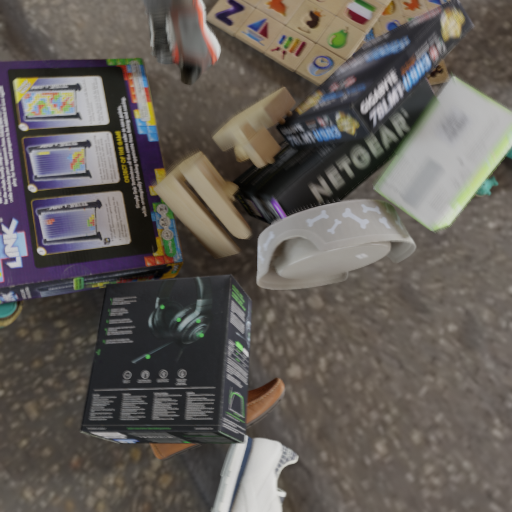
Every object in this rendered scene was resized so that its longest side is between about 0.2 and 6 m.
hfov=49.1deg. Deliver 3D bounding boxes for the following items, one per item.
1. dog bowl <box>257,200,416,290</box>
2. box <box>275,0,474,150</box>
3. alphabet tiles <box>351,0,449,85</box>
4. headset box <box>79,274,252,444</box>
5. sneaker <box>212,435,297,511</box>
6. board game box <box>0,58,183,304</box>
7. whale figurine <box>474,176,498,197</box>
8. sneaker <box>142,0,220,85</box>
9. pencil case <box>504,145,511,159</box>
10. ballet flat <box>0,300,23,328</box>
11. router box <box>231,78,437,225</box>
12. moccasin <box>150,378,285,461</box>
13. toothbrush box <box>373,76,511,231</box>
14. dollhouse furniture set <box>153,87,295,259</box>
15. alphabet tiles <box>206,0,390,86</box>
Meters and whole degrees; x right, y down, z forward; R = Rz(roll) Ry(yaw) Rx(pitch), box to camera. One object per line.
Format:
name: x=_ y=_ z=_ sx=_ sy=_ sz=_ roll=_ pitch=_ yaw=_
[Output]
dog bowl: x=1.020 y=-0.125 z=7.692 sx=2.185 sy=2.185 sz=0.641 roll=-11 pitch=76 yaw=-2
box: x=1.486 y=-2.339 z=7.522 sx=2.064 sy=2.080 sz=0.517 roll=-47 pitch=110 yaw=-12
alphabet tiles: x=2.430 y=-4.265 z=10.133 sx=2.326 sy=0.105 sz=2.783 roll=-12 pitch=78 yaw=-3
headset box: x=-1.178 y=1.408 z=7.939 sx=1.999 sy=1.065 sz=2.296 roll=-6 pitch=63 yaw=15
sneaker: x=-0.161 y=3.857 z=7.981 sx=0.989 sy=0.938 sz=2.456 roll=18 pitch=80 yaw=-6
board game box: x=-2.908 y=-1.218 z=8.590 sx=2.928 sy=1.004 sz=3.542 roll=-8 pitch=76 yaw=-19
whale figurine: x=3.838 y=-1.191 z=9.382 sx=0.461 sy=0.239 sz=0.367 roll=-22 pitch=79 yaw=-5
sneaker: x=-1.261 y=-3.423 z=8.565 sx=0.858 sy=2.227 sz=0.912 roll=24 pitch=81 yaw=28
pencil case: x=4.441 y=-1.876 z=9.327 sx=1.396 sy=0.645 sz=0.594 roll=29 pitch=79 yaw=7
ballet flat: x=-4.126 y=-0.129 z=8.844 sx=0.918 sy=0.918 sz=2.597 roll=-9 pitch=75 yaw=-2
router box: x=1.095 y=-1.573 z=8.518 sx=2.801 sy=2.089 sz=0.715 roll=-40 pitch=112 yaw=-8
moccasin: x=-0.616 y=2.281 z=8.401 sx=2.155 sy=0.788 sz=0.832 roll=-22 pitch=87 yaw=5
toothbrush box: x=2.674 y=-1.295 z=7.698 sx=0.970 sy=2.254 sz=1.641 roll=39 pitch=109 yaw=17
dollhouse furniture set: x=-0.127 y=-1.158 z=8.256 sx=1.435 sy=1.675 sz=1.761 roll=51 pitch=57 yaw=-18
alphabet tiles: x=0.527 y=-5.225 z=10.250 sx=3.867 sy=0.146 sz=3.233 roll=34 pitch=81 yaw=9
